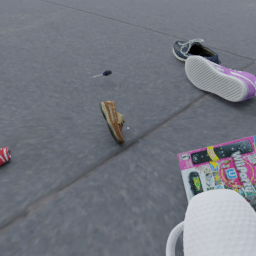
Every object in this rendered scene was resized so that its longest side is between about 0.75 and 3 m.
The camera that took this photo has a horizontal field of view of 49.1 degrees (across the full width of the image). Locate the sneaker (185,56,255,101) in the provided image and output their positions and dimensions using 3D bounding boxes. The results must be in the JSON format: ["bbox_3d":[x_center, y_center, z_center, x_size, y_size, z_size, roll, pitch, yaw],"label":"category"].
[{"bbox_3d":[3.350,-1.781,9.920,1.551,0.986,2.721,-15,45,-34],"label":"sneaker"}]

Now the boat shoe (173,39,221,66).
[{"bbox_3d":[2.720,-3.109,11.465,1.048,0.866,2.800,-25,43,-6],"label":"boat shoe"}]

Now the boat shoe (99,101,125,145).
[{"bbox_3d":[-0.349,-0.221,7.763,0.518,0.531,1.404,-22,64,-7],"label":"boat shoe"}]

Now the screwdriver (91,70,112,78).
[{"bbox_3d":[-0.935,-1.892,9.971,0.197,0.189,1.356,-2,18,24],"label":"screwdriver"}]

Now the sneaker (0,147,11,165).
[{"bbox_3d":[-3.350,0.601,7.129,0.550,0.348,0.977,-30,52,-30],"label":"sneaker"}]

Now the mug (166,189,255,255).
[{"bbox_3d":[1.333,1.906,4.428,1.298,1.759,1.542,27,45,-37],"label":"mug"}]

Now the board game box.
[{"bbox_3d":[2.031,0.975,5.802,1.746,0.561,1.288,-15,51,10],"label":"board game box"}]
